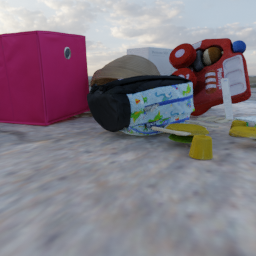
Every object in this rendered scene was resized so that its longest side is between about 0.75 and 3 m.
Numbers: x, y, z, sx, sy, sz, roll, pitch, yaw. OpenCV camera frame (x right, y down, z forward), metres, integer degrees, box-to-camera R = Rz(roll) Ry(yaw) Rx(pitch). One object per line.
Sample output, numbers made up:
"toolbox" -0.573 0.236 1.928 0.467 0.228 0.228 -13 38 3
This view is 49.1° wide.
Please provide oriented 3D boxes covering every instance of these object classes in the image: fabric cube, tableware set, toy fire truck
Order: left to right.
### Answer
"fabric cube" -2.990 -1.672 9.197 2.628 2.620 2.578 3 14 23
"toy fire truck" 2.826 -1.910 9.596 2.485 2.959 1.659 -14 -37 33
"tableware set" 1.956 0.177 5.795 1.870 0.426 2.776 13 15 41

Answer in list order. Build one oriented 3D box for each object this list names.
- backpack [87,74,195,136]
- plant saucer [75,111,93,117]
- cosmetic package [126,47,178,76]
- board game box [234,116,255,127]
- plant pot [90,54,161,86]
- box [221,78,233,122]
"backpack" 0.480 -0.594 6.911 2.387 1.836 1.948 -27 16 -21
"plant saucer" -1.554 -0.591 10.430 1.302 0.209 1.302 0 12 0
"cosmetic package" 1.384 -2.152 12.388 2.610 2.619 1.610 -8 12 -36
"board game box" 4.402 -0.067 7.297 2.249 0.291 2.250 -5 11 -23
"plant pot" 0.217 -1.696 10.125 2.904 1.340 2.904 18 -13 4
"box" 2.642 -0.726 7.448 0.204 1.124 0.811 -6 2 20
